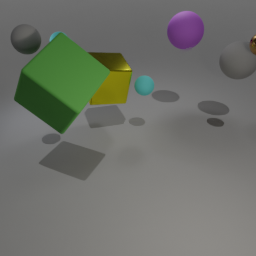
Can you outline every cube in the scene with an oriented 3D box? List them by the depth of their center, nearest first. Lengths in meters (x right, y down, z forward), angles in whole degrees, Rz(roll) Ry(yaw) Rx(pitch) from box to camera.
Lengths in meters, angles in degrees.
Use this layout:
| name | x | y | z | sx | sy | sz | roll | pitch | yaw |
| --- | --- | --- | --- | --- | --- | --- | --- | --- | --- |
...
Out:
| name | x | y | z | sx | sy | sz | roll | pitch | yaw |
| --- | --- | --- | --- | --- | --- | --- | --- | --- | --- |
| cube | -1.525 | -0.974 | 6.426 | 1.400 | 1.400 | 1.400 | 37 | 57 | -10 |
| cube | -0.806 | -1.811 | 10.201 | 1.400 | 1.400 | 1.400 | -4 | 41 | -20 |

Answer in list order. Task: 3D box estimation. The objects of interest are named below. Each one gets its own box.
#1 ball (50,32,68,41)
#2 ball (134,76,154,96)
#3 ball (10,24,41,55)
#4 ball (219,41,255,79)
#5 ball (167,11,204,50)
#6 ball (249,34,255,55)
| name | x | y | z | sx | sy | sz | roll | pitch | yaw |
| --- | --- | --- | --- | --- | --- | --- | --- | --- | --- |
| ball | -2.519 | -3.177 | 10.304 | 0.700 | 0.700 | 0.700 | 0 | 30 | 0 |
| ball | 0.573 | -1.486 | 9.836 | 0.700 | 0.700 | 0.700 | 0 | 30 | 0 |
| ball | -2.458 | -2.134 | 6.759 | 0.700 | 0.700 | 0.700 | 0 | 30 | 0 |
| ball | 4.150 | -2.524 | 10.471 | 1.400 | 1.400 | 1.400 | 0 | 30 | 0 |
| ball | 2.214 | -3.753 | 10.800 | 1.400 | 1.400 | 1.400 | 0 | 30 | 0 |
| ball | 3.974 | -2.484 | 8.301 | 0.700 | 0.700 | 0.700 | 0 | 30 | 0 |
